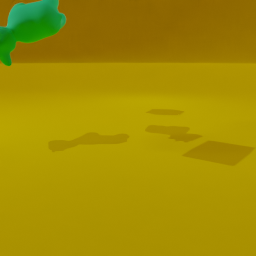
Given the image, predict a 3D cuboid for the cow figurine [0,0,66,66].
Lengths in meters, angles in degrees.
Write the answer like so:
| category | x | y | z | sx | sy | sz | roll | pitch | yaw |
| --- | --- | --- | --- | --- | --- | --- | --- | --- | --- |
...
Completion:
| category | x | y | z | sx | sy | sz | roll | pitch | yaw |
| --- | --- | --- | --- | --- | --- | --- | --- | --- | --- |
| cow figurine | -2.033 | -1.932 | 5.473 | 1.551 | 0.851 | 1.526 | -11 | 40 | 12 |
